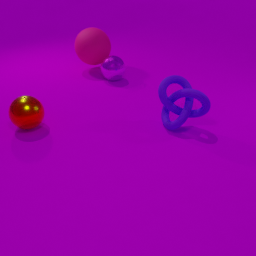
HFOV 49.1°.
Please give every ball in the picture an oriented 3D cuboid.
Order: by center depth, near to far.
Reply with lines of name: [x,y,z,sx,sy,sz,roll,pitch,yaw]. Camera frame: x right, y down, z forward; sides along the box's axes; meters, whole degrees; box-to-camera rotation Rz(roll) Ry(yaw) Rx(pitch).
ball: [-2.620,-0.403,7.257,0.889,0.889,0.889,0,32,0]
ball: [-0.533,-2.147,10.053,0.889,0.889,0.889,0,32,0]
ball: [-1.337,-3.105,10.692,1.385,1.385,1.385,0,32,0]

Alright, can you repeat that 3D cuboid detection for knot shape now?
knot shape: [1.302,-0.564,7.231,1.391,1.302,0.643,37,23,13]
